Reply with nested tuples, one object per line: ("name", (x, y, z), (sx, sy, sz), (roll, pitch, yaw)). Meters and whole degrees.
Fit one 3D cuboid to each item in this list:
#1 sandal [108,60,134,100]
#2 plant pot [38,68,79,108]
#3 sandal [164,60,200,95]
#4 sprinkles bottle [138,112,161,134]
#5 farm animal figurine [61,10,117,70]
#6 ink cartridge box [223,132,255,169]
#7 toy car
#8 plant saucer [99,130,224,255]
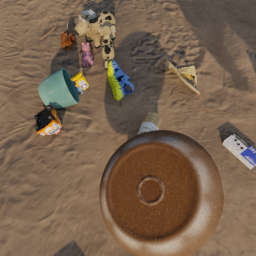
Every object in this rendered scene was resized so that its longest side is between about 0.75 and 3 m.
("sandal", (-0.309, -1.893, 10.982), (0.815, 0.744, 1.872), (-11, 62, -14))
("plant pot", (-2.565, -1.342, 10.183), (1.095, 1.365, 1.365), (-21, 55, 4))
("sandal", (2.281, -2.229, 11.013), (0.695, 0.775, 2.113), (-51, 55, 18))
("sprinkles bottle", (0.590, 0.338, 9.326), (0.641, 0.641, 1.879), (14, 54, 10))
("farm animal figurine", (-1.428, -4.100, 12.034), (2.940, 1.533, 2.908), (25, 57, 17))
("ink cartridge box", (3.796, 0.739, 9.262), (0.569, 0.267, 1.210), (-31, 60, -20))
("toy car", (-2.102, -0.708, 9.664), (2.564, 0.853, 1.257), (-45, 38, -9))
("plant saucer", (0.551, 1.360, 6.043), (2.873, 0.526, 2.873), (-7, 72, 20))
